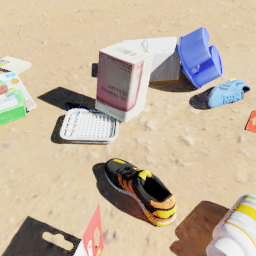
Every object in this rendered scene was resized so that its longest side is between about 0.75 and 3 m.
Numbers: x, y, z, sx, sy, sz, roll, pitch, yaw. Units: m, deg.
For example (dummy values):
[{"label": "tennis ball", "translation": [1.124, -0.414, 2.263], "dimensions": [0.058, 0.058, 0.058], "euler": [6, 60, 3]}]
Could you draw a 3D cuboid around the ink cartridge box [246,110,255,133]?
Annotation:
[{"label": "ink cartridge box", "translation": [5.254, -0.187, 9.926], "dimensions": [1.711, 0.429, 1.387], "euler": [23, 45, 21]}]

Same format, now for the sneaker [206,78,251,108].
[{"label": "sneaker", "translation": [3.975, -1.316, 10.976], "dimensions": [2.247, 0.741, 0.881], "euler": [-29, 46, -31]}]

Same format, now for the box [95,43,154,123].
[{"label": "box", "translation": [-0.179, -1.552, 9.575], "dimensions": [1.419, 2.220, 1.209], "euler": [26, 38, 23]}]

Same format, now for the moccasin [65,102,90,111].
[{"label": "moccasin", "translation": [-1.935, -0.757, 10.634], "dimensions": [1.024, 0.349, 0.412], "euler": [7, 41, 8]}]

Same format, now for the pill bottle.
[{"label": "pill bottle", "translation": [2.588, 2.416, 6.436], "dimensions": [0.980, 0.980, 1.764], "euler": [33, 51, 33]}]

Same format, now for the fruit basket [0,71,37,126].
[{"label": "fruit basket", "translation": [-4.803, -1.209, 10.407], "dimensions": [2.056, 1.040, 2.219], "euler": [-24, 66, -25]}]

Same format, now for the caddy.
[{"label": "caddy", "translation": [2.929, -2.942, 11.909], "dimensions": [1.506, 2.028, 2.869], "euler": [-23, 31, 29]}]

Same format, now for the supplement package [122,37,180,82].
[{"label": "supplement package", "translation": [0.980, -2.980, 12.269], "dimensions": [2.394, 1.404, 1.399], "euler": [-4, 44, 2]}]

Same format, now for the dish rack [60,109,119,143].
[{"label": "dish rack", "translation": [-1.272, -0.019, 9.726], "dimensions": [1.911, 0.416, 1.640], "euler": [1, 40, 2]}]

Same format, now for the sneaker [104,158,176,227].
[{"label": "sneaker", "translation": [0.303, 1.377, 7.502], "dimensions": [0.907, 1.168, 2.595], "euler": [-29, 48, -29]}]

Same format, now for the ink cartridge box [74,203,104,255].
[{"label": "ink cartridge box", "translation": [-0.722, 2.924, 5.107], "dimensions": [0.599, 1.925, 2.392], "euler": [14, 43, 15]}]

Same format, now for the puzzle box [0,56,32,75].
[{"label": "puzzle box", "translation": [-5.548, -2.987, 13.359], "dimensions": [1.564, 0.199, 1.040], "euler": [18, 44, 20]}]
